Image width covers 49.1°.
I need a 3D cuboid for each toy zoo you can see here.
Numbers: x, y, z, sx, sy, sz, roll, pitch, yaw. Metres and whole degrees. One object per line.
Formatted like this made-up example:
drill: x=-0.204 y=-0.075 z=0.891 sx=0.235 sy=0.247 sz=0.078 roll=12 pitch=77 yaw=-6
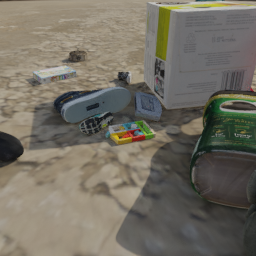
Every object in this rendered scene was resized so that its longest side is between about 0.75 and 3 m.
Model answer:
toy zoo: x=0.008 y=0.104 z=6.829 sx=1.141 sy=0.117 sz=0.748 roll=-10 pitch=31 yaw=-18

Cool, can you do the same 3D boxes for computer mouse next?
computer mouse: x=-3.213 y=0.267 z=5.626 sx=2.160 sy=0.633 sz=0.368 roll=12 pitch=42 yaw=-10

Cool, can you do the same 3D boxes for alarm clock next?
alarm clock: x=-2.231 y=-3.223 z=12.582 sx=0.795 sy=0.392 sz=1.179 roll=-5 pitch=33 yaw=-9

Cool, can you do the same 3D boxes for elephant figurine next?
elephant figurine: x=2.147 y=0.899 z=3.571 sx=1.333 sy=1.883 sz=1.461 roll=6 pitch=30 yaw=10

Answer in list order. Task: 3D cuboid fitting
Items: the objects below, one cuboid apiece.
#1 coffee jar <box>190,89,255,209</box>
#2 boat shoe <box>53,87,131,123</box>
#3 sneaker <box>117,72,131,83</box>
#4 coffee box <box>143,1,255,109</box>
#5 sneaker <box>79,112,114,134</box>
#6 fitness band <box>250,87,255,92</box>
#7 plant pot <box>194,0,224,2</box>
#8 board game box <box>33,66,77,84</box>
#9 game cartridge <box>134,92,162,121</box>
coffee jar: x=2.128 y=0.203 z=5.518 sx=1.469 sy=1.202 sz=2.816 roll=7 pitch=30 yaw=19
boat shoe: x=-0.994 y=-0.802 z=7.809 sx=2.092 sy=0.740 sz=0.950 roll=-18 pitch=34 yaw=-29
sneaker: x=-0.138 y=-1.828 z=10.111 sx=0.502 sy=0.333 sz=0.883 roll=1 pitch=23 yaw=3
coffee box: x=2.106 y=-2.425 z=8.719 sx=2.669 sy=2.673 sz=2.644 roll=-6 pitch=29 yaw=-11
sneaker: x=-0.828 y=-0.119 z=7.073 sx=0.424 sy=0.412 sz=1.064 roll=1 pitch=18 yaw=42
fitness band: x=3.874 y=-1.769 z=8.055 sx=0.439 sy=2.348 sz=1.687 roll=-3 pitch=71 yaw=-6
plant pot: x=4.372 y=-5.769 z=15.376 sx=2.405 sy=2.405 sz=2.356 roll=7 pitch=37 yaw=12
board game box: x=-2.748 y=-2.014 z=10.520 sx=1.363 sy=0.233 sz=0.917 roll=-20 pitch=35 yaw=-31
game cartridge: x=0.552 y=-0.600 z=7.751 sx=0.746 sy=0.233 sz=1.121 roll=17 pitch=34 yaw=-12
